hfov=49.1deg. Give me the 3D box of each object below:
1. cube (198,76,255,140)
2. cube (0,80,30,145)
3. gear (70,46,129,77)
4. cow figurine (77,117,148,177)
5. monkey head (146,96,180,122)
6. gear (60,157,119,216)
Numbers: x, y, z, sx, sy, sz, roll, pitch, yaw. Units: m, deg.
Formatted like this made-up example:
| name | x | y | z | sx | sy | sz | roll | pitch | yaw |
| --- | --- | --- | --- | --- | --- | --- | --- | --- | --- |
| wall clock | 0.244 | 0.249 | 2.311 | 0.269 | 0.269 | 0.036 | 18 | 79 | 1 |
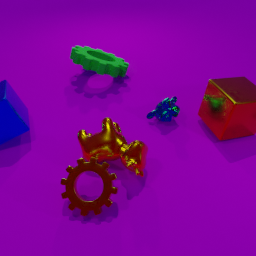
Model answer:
| name | x | y | z | sx | sy | sz | roll | pitch | yaw |
| --- | --- | --- | --- | --- | --- | --- | --- | --- | --- |
| cube | 2.944 | -0.578 | 7.894 | 1.253 | 1.253 | 1.253 | -8 | 41 | -19 |
| cube | -3.471 | -0.383 | 7.533 | 1.144 | 1.144 | 1.144 | -27 | 39 | -3 |
| gear | -1.019 | -2.433 | 10.167 | 2.080 | 0.385 | 2.080 | 16 | 24 | -8 |
| cow figurine | -0.366 | 0.585 | 6.928 | 1.674 | 0.919 | 1.647 | -24 | 68 | 13 |
| monkey head | 1.086 | -0.610 | 8.290 | 1.145 | 0.824 | 0.690 | -33 | 38 | -9 |
| gear | -0.836 | 1.262 | 6.101 | 1.231 | 0.228 | 1.231 | -1 | 82 | 5 |
